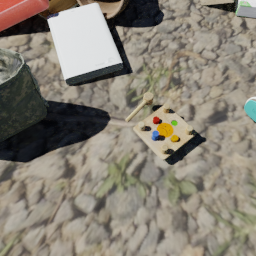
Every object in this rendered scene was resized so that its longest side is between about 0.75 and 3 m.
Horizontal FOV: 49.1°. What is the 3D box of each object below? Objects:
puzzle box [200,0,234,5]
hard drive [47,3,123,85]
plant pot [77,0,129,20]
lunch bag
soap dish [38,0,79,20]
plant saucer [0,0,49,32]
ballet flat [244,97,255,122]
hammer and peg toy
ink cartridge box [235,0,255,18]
[{"bbox_3d":[3.795,-5.592,11.142,1.281,0.245,1.926,9,58,32],"label":"puzzle box"},{"bbox_3d":[-1.543,-2.997,9.688,1.944,0.387,2.948,-18,64,-6],"label":"hard drive"},{"bbox_3d":[-0.630,-5.468,10.462,2.290,2.290,1.997,26,45,14],"label":"plant pot"},{"bbox_3d":[-3.748,-0.770,7.399,2.892,2.372,1.700,-20,64,-11],"label":"lunch bag"},{"bbox_3d":[-3.139,-5.185,10.824,2.138,0.868,1.682,36,66,18],"label":"soap dish"},{"bbox_3d":[-4.329,-4.939,10.407,2.695,0.495,2.690,-21,61,11],"label":"plant saucer"},{"bbox_3d":[4.408,0.088,7.876,0.913,0.913,2.631,-24,62,-13],"label":"ballet flat"},{"bbox_3d":[0.836,-0.069,8.012,1.357,0.651,1.846,-37,66,-17],"label":"hammer and peg toy"},{"bbox_3d":[4.672,-4.866,10.847,0.857,0.497,1.183,9,59,5],"label":"ink cartridge box"}]
